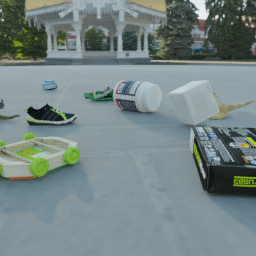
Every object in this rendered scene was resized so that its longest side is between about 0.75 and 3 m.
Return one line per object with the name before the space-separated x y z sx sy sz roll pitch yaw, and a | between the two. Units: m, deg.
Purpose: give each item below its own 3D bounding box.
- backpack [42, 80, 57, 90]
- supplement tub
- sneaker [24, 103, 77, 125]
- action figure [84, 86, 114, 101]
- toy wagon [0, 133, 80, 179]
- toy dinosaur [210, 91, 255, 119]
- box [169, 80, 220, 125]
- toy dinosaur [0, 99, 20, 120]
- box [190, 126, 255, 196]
backpack | -4.779 -2.603 16.897 0.707 0.567 0.772 8 21 38
supplement tub | 0.347 -1.228 10.805 1.630 1.144 1.144 12 20 38
sneaker | -2.447 -0.454 8.878 1.612 0.667 0.578 -3 16 -10
action figure | -0.878 -1.615 13.294 2.409 0.659 1.423 -7 20 -12
toy wagon | -2.098 0.579 5.610 1.673 0.427 2.156 12 20 38
toy dinosaur | 3.138 -0.725 10.155 2.929 0.853 1.481 -10 32 -9
box | 1.972 -0.773 8.447 0.915 1.068 1.063 -25 12 -10
toy dinosaur | -4.717 -0.530 9.468 2.322 0.551 1.023 -1 30 -4
box | 2.579 0.532 5.483 2.462 0.606 2.550 4 15 5
